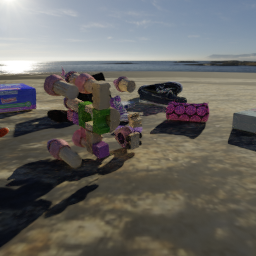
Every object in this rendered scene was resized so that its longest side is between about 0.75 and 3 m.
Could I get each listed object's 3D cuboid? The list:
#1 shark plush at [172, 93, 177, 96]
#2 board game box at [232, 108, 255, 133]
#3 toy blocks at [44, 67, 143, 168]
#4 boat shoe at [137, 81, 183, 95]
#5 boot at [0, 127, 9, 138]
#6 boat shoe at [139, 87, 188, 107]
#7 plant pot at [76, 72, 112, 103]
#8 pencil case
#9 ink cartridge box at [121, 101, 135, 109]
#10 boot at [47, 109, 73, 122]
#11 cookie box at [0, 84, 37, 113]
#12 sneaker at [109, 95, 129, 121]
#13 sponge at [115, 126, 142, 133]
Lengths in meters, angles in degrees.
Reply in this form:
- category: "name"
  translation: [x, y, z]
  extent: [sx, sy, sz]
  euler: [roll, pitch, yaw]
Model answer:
- category: "shark plush"
  translation: [2.346, -1.865, 16.440]
  extent: [1.677, 0.762, 0.699]
  euler: [-19, -7, -40]
- category: "board game box"
  translation: [4.959, -0.286, 10.063]
  extent: [1.965, 0.632, 1.450]
  euler: [-12, 19, -34]
- category: "toy blocks"
  translation: [-1.106, -0.432, 7.460]
  extent: [2.347, 2.194, 1.976]
  euler: [-15, 26, -37]
- category: "boat shoe"
  translation: [1.971, -2.368, 17.455]
  extent: [2.805, 1.006, 0.951]
  euler: [2, 14, 16]
- category: "boot"
  translation: [-3.992, 0.238, 8.525]
  extent: [0.785, 0.295, 0.421]
  euler: [-28, 25, -21]
- category: "boat shoe"
  translation: [1.838, -1.677, 14.893]
  extent: [2.914, 0.901, 1.091]
  euler: [14, 20, 42]
- category: "plant pot"
  translation: [-1.929, -1.747, 13.993]
  extent: [1.477, 1.481, 1.314]
  euler: [-6, 23, 39]
- category: "pencil case"
  translation: [2.381, -0.684, 11.242]
  extent: [1.710, 0.801, 0.776]
  euler: [3, 9, 14]
- category: "ink cartridge box"
  translation: [-0.488, -1.148, 14.125]
  extent: [1.263, 0.256, 1.260]
  euler: [8, 17, 30]
- category: "boot"
  translation: [-2.550, -0.635, 11.681]
  extent: [1.383, 0.503, 1.469]
  euler: [-1, 14, -4]
- category: "cookie box"
  translation: [-6.153, -1.540, 13.970]
  extent: [2.471, 1.086, 2.889]
  euler: [-9, 17, -30]
- category: "sneaker"
  translation: [-0.385, -0.823, 11.506]
  extent: [0.609, 0.958, 1.680]
  euler: [-6, 17, -28]
- category: "sponge"
  translation: [0.031, 0.057, 9.716]
  extent: [0.874, 0.130, 0.487]
  euler: [3, 15, 13]
